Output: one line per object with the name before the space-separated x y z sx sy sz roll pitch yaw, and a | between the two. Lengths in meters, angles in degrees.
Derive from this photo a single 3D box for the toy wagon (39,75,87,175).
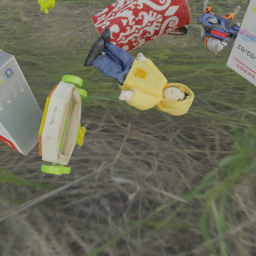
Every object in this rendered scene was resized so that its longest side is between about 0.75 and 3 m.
toy wagon | -1.025 0.022 4.695 0.374 1.892 1.468 11 81 -1

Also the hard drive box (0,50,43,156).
hard drive box | -2.597 -0.602 5.349 1.617 2.075 0.797 25 61 21

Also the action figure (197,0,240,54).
action figure | 1.971 -2.022 5.783 1.294 0.677 1.252 22 64 -4

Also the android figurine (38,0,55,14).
android figurine | -1.985 -3.355 6.652 0.238 1.158 1.054 -15 41 -34

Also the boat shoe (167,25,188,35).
boat shoe | 1.046 -3.443 9.123 2.201 0.813 0.664 -4 73 -34

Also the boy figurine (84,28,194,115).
boy figurine | 0.253 -0.899 5.390 2.228 0.718 1.385 34 47 -6

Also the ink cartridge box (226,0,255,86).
ink cartridge box | 2.096 -1.101 3.787 0.647 1.908 1.099 -30 59 -21

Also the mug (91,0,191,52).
mug | 0.289 -2.892 7.507 2.213 1.476 1.964 -28 14 5
